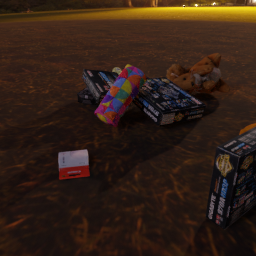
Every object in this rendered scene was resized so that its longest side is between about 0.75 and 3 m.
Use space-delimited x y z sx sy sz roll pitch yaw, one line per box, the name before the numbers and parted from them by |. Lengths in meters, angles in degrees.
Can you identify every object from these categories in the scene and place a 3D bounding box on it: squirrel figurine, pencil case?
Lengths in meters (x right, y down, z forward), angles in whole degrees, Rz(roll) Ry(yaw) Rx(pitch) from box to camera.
squirrel figurine | 3.179 -2.393 14.248 2.664 2.020 2.855 -27 22 -24
pencil case | -0.237 -1.305 11.302 1.151 1.151 2.605 25 73 39

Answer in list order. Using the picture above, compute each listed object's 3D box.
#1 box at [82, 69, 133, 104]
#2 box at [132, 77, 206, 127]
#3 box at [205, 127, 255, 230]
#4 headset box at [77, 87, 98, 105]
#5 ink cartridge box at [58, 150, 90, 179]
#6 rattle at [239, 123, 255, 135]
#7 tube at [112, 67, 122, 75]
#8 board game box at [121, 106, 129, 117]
box | -0.969 -2.010 13.527 1.884 0.545 2.371 -1 38 -30
box | 1.494 -1.272 12.189 2.370 0.686 2.982 -11 38 -30
box | 3.041 1.028 6.902 2.574 2.046 0.592 -21 34 -33
headset box | -1.744 -1.643 13.776 0.983 0.510 1.321 10 28 16
ink cartridge box | -1.683 1.102 8.712 0.931 0.327 1.145 -5 23 -10
rattle | 4.904 0.815 8.638 2.095 1.910 2.933 -12 56 13
tube | -0.531 -2.917 16.326 0.575 0.643 2.215 31 20 -25
board game box | -0.416 -0.946 12.138 0.307 0.996 0.995 -28 31 24
